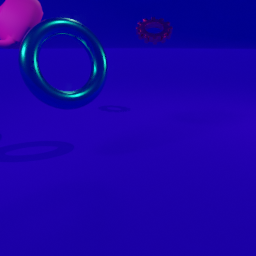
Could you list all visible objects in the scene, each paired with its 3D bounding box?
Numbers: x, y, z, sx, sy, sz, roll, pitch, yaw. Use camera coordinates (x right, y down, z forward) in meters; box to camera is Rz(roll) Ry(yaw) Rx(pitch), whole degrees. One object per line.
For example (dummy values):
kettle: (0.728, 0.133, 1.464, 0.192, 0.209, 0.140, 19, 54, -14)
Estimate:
ring: (-1.357, -1.402, 6.167, 1.999, 1.999, 0.400, -11, 6, -30)
gear: (0.943, -3.519, 10.098, 1.273, 0.236, 1.273, -1, 55, 1)
teapot: (-2.674, -2.502, 6.526, 1.020, 2.084, 1.296, 27, -32, -29)
